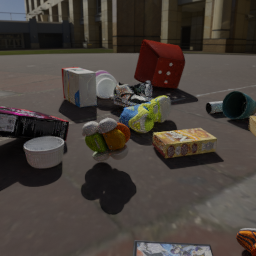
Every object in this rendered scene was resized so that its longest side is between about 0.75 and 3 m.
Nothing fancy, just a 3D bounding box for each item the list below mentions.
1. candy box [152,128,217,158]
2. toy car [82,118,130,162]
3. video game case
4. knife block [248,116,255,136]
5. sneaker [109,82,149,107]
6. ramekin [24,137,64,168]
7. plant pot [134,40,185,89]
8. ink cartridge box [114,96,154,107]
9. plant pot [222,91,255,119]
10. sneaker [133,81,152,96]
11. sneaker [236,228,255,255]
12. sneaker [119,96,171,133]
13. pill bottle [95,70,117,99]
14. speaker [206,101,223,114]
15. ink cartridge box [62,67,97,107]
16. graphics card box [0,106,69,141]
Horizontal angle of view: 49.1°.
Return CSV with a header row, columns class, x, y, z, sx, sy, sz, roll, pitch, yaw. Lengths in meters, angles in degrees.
class,x,y,z,sx,sy,sz,roll,pitch,yaw
candy box,1.636,0.413,8.207,1.623,0.449,0.937,-5,20,-17
toy car,-0.506,0.225,7.278,1.243,1.088,0.932,-11,23,32
video game case,0.636,2.061,3.802,1.196,0.169,1.324,1,19,4
knife block,4.375,0.094,9.079,1.345,0.490,1.533,-13,24,-37
sneaker,0.078,-1.415,12.062,0.864,0.937,2.343,18,6,-46
ramekin,-2.197,0.649,7.398,1.023,0.537,1.023,0,18,0
plant pot,2.090,-3.658,17.021,2.548,2.546,2.245,4,28,-18
ink cartridge box,0.643,-1.431,13.589,1.741,0.542,2.163,17,27,39
plant pot,4.528,-0.849,11.155,1.046,1.113,1.113,6,12,-35
sneaker,0.691,-1.795,13.338,0.855,0.567,1.502,-13,22,13
sneaker,1.976,1.863,4.014,0.597,0.413,1.065,-15,24,-40
sneaker,0.609,-0.651,10.516,1.388,1.001,2.642,10,22,29
pill bottle,-1.273,-2.279,14.815,1.310,1.310,2.334,-4,18,-11
speaker,3.977,-0.907,12.062,1.203,0.489,0.489,-6,20,-17
ink cartridge box,-2.543,-2.107,13.856,0.921,1.590,2.738,-11,22,-30
graphics card box,-3.409,-0.187,8.282,1.788,0.725,2.850,17,7,41
